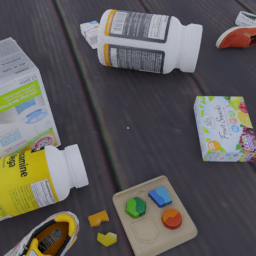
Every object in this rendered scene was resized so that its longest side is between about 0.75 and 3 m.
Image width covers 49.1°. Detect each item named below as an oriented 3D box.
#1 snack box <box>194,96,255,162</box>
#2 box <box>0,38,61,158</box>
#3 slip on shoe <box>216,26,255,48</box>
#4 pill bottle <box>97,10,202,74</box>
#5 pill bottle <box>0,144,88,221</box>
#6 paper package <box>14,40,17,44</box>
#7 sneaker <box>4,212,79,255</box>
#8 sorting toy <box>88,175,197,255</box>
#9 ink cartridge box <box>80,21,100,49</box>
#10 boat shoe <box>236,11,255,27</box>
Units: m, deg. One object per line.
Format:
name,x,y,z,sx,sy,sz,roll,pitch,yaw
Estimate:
snack box,2.581,-0.021,7.538,1.339,0.499,1.883,0,52,0
box,-2.708,-0.426,6.490,1.490,2.648,1.342,-30,58,-23
slip on shoe,4.008,-3.137,9.846,1.974,0.731,0.604,-14,58,-16
pill bottle,0.675,-2.645,8.775,2.998,1.744,1.744,10,53,7
pill bottle,-2.096,1.127,6.165,2.270,1.276,1.276,-16,54,-13
paper package,-4.124,-2.066,8.969,1.344,0.730,1.410,-14,53,-10
sneaker,-1.482,1.937,4.044,0.749,0.790,1.924,40,62,5
sorting toy,0.267,2.002,6.123,2.074,0.278,1.545,-19,55,-14
ink cartridge box,-1.224,-3.418,10.229,0.644,0.380,1.119,-22,56,-16
boat shoe,4.881,-3.986,10.576,1.543,0.515,0.568,18,55,14
